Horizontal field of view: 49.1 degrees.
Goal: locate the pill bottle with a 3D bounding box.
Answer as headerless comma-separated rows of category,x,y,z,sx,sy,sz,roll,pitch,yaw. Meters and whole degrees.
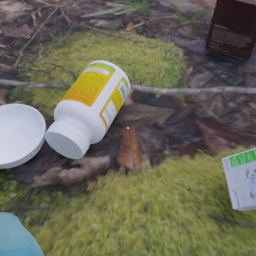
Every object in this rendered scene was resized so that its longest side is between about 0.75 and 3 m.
pill bottle,-1.089,-0.507,7.700,1.471,1.471,2.649,18,54,14

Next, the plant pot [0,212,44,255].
plant pot,-2.460,2.543,5.332,1.635,1.635,1.536,-26,41,-19

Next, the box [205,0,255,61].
box,4.029,-3.893,10.001,1.715,2.089,1.733,25,56,18

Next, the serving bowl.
serving bowl,-3.191,0.289,7.597,2.014,0.662,2.014,0,52,-1

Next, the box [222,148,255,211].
box,2.842,1.157,6.335,1.070,0.587,1.213,-25,58,37
